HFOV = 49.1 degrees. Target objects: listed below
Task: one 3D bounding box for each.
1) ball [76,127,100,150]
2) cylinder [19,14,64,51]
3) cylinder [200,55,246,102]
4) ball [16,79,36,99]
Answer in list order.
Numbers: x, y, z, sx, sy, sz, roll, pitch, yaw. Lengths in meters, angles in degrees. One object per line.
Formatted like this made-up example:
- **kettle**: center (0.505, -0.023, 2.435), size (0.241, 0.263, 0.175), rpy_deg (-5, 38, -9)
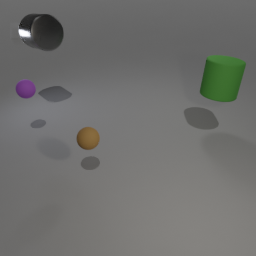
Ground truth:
- **ball**: center (-1.204, 0.315, 8.471), size (0.700, 0.700, 0.700), rpy_deg (0, 31, 0)
- **cylinder**: center (-3.586, -3.962, 11.569), size (1.400, 1.400, 1.400), rpy_deg (-22, 31, -32)
- **cylinder**: center (3.528, -1.875, 10.525), size (1.400, 1.400, 1.400), rpy_deg (4, 28, -2)
- **ball**: center (-3.760, -1.434, 10.304), size (0.700, 0.700, 0.700), rpy_deg (0, 31, 0)
